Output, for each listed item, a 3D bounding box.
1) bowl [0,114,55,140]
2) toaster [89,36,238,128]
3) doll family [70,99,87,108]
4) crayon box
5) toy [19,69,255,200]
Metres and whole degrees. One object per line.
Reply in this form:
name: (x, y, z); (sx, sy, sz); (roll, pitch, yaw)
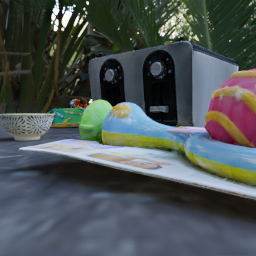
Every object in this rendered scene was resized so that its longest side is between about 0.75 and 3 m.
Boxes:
bowl: (-1.535, -0.022, 4.253); (0.836, 0.392, 0.836); (1, 3, 0)
toaster: (0.899, -0.803, 6.379); (2.586, 1.697, 2.860); (3, 4, 39)
doll family: (-1.597, -0.605, 12.160); (1.982, 0.893, 1.230); (20, -17, -38)
crayon box: (-1.385, -0.269, 7.419); (1.371, 0.399, 0.814); (-3, -4, -27)
toy: (0.822, -0.012, 1.808); (2.848, 0.672, 1.640); (2, 5, 36)
